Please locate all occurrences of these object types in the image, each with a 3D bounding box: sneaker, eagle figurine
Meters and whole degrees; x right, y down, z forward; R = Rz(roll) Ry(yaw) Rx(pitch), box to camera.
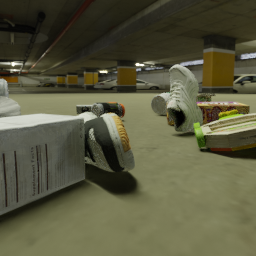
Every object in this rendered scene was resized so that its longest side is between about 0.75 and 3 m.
[{"bbox_3d":[1.373,-0.762,7.333,0.929,1.870,0.729,-11,-5,-39],"label":"sneaker"},{"bbox_3d":[-2.802,0.042,4.446,1.436,1.428,1.893,12,0,12],"label":"eagle figurine"},{"bbox_3d":[-0.715,0.298,4.291,1.036,0.894,2.364,-18,9,-22],"label":"sneaker"}]

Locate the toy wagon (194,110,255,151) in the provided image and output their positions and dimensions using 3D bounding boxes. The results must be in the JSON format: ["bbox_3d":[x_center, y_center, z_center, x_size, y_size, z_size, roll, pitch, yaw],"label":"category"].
[{"bbox_3d":[2.402,-0.043,6.053,1.884,0.481,2.429,-12,5,13],"label":"toy wagon"}]

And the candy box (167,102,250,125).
[{"bbox_3d":[2.578,-0.503,9.434,2.504,0.707,1.461,0,9,7],"label":"candy box"}]

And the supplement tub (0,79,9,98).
[{"bbox_3d":[-4.825,-0.721,8.270,2.412,1.478,1.478,-4,9,-22],"label":"supplement tub"}]

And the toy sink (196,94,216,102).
[{"bbox_3d":[3.649,-1.278,14.221,0.955,0.821,1.466,-3,4,-19],"label":"toy sink"}]

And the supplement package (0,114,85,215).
[{"bbox_3d":[-1.343,0.338,3.265,0.895,0.862,1.574,5,10,32],"label":"supplement package"}]

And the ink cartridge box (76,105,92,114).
[{"bbox_3d":[-1.935,-0.872,12.998,0.878,0.364,0.640,-1,9,-4],"label":"ink cartridge box"}]

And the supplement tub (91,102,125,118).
[{"bbox_3d":[-0.702,-0.592,10.090,1.119,0.685,0.685,-5,10,-36],"label":"supplement tub"}]

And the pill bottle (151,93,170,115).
[{"bbox_3d":[1.855,-1.090,12.462,0.966,0.966,1.709,7,12,41],"label":"pill bottle"}]
